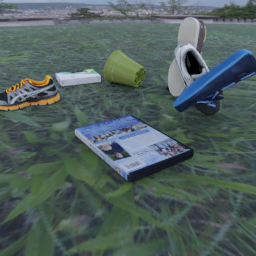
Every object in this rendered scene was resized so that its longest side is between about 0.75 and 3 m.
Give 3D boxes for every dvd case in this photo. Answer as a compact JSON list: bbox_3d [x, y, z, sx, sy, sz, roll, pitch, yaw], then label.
[{"bbox_3d":[0.067,0.372,7.402,1.967,0.242,2.757,-15,29,-31],"label":"dvd case"}]

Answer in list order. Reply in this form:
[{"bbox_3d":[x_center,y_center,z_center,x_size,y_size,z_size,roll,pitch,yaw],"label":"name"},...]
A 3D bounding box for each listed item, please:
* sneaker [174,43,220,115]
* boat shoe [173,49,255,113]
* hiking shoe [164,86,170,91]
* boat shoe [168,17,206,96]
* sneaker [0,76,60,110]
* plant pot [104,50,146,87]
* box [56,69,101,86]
[{"bbox_3d":[2.203,-1.417,8.769,0.937,2.530,1.120,-29,14,10],"label":"sneaker"},{"bbox_3d":[2.337,-1.040,7.513,2.408,0.827,1.013,-34,18,32],"label":"boat shoe"},{"bbox_3d":[2.206,-1.514,11.125,1.502,0.569,0.756,11,36,39],"label":"hiking shoe"},{"bbox_3d":[2.079,-2.397,9.729,0.789,2.650,0.952,-13,30,-43],"label":"boat shoe"},{"bbox_3d":[-3.746,-1.282,10.059,2.445,0.944,0.957,-14,31,-23],"label":"sneaker"},{"bbox_3d":[-0.039,-2.447,12.228,1.417,1.493,1.493,28,35,23],"label":"plant pot"},{"bbox_3d":[-2.318,-2.357,12.994,1.844,0.335,1.331,-10,28,-21],"label":"box"}]
